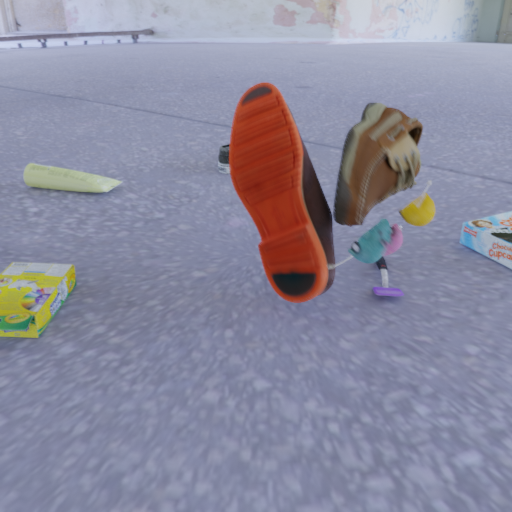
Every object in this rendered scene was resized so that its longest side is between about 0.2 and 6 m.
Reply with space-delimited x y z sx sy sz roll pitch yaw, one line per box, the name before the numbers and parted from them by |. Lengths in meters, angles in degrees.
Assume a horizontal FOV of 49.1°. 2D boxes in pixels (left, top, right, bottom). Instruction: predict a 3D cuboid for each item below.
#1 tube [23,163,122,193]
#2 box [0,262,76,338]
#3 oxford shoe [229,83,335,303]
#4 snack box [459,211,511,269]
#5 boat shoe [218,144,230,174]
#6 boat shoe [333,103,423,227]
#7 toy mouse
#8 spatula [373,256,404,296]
tube | -4.085 -1.653 12.390 2.061 0.535 0.598 8 66 9
box | -3.270 0.634 7.807 0.998 0.411 1.700 2 24 3
oxford shoe | 0.426 -0.893 7.940 1.086 3.052 1.107 -12 -1 30
snack box | 4.966 -0.367 9.759 2.427 0.450 1.410 -13 29 -24
boat shoe | -0.037 -2.665 14.102 0.796 0.717 2.252 21 33 36
boat shoe | 1.935 -1.472 8.441 1.099 1.126 2.977 14 43 15
toy mouse | 1.575 -0.178 6.959 1.497 0.326 1.685 -37 -12 6
spatula | 1.999 0.304 8.741 0.434 0.158 1.536 4 26 4
